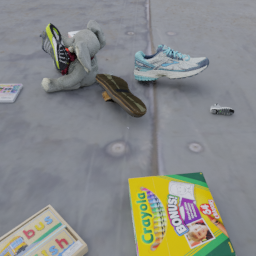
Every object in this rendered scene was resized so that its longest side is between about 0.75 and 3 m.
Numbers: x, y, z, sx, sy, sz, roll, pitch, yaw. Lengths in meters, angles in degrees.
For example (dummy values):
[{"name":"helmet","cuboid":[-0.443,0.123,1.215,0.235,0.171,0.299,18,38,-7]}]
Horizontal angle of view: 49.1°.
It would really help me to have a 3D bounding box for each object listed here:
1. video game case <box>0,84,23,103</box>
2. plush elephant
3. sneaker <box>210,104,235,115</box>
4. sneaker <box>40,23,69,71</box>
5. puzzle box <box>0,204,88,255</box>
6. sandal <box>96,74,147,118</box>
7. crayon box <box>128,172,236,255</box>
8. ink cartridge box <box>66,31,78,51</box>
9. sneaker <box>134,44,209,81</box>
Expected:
[{"name":"video game case","cuboid":[-4.717,-1.307,10.444,1.259,0.149,1.146,0,39,1]},{"name":"plush elephant","cuboid":[-1.871,-2.715,10.517,2.867,2.220,2.362,6,40,7]},{"name":"sneaker","cuboid":[3.206,-0.680,9.561,0.790,0.296,0.456,5,37,8]},{"name":"sneaker","cuboid":[-2.595,-2.734,9.786,0.636,0.697,1.722,5,64,-59]},{"name":"puzzle box","cuboid":[-2.050,2.599,5.514,1.424,0.272,2.140,31,49,34]},{"name":"sandal","cuboid":[-0.348,-1.086,9.643,1.152,0.770,2.820,0,36,-40]},{"name":"crayon box","cuboid":[1.003,1.965,6.022,1.796,0.607,2.082,-4,39,-5]},{"name":"ink cartridge box","cuboid":[-2.631,-4.236,13.850,1.700,0.426,1.958,-16,42,-21]},{"name":"sneaker","cuboid":[1.555,-2.500,10.499,2.868,1.238,1.113,-4,23,14]}]
